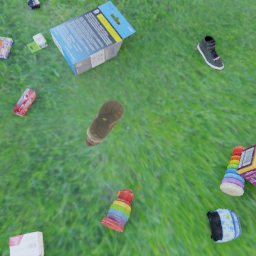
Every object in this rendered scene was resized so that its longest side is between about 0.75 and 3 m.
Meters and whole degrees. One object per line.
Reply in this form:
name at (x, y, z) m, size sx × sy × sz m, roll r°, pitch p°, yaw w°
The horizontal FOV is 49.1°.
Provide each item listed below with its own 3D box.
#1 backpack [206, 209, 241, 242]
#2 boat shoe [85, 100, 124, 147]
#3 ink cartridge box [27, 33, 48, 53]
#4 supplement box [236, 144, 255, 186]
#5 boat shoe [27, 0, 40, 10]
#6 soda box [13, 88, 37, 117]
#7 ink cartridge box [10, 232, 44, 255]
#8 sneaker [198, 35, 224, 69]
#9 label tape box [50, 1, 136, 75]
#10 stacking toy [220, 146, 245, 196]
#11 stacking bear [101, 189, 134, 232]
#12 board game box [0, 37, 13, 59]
backpack at (2.970, 2.961, 8.579) m, size 0.781 × 1.063 × 0.973 m, roll -5°, pitch 67°, yaw -2°
boat shoe at (-0.648, -0.146, 7.295) m, size 0.596 × 0.559 × 1.656 m, roll 37°, pitch 44°, yaw -5°
ink cartridge box at (-3.840, -3.566, 11.773) m, size 0.759 × 0.288 × 0.561 m, roll -31°, pitch 70°, yaw -13°
supplement box at (4.404, 1.364, 9.085) m, size 1.476 × 0.761 × 0.966 m, roll 37°, pitch 54°, yaw -6°
boat shoe at (-4.384, -5.790, 12.663) m, size 0.459 × 0.369 × 0.989 m, roll -27°, pitch 70°, yaw -19°
soda box at (-3.908, -0.972, 10.629) m, size 0.332 × 0.366 × 1.047 m, roll 21°, pitch 68°, yaw 9°
ink cartridge box at (-3.054, 3.871, 8.498) m, size 0.888 × 0.502 × 1.212 m, roll -11°, pitch 67°, yaw -4°
sneaker at (3.401, -3.086, 11.320) m, size 0.534 × 0.749 × 1.510 m, roll -27°, pitch 71°, yaw -13°
label tape box at (-1.405, -3.699, 11.490) m, size 2.837 × 0.898 × 2.046 m, roll -30°, pitch 70°, yaw -12°
stacking toy at (3.688, 1.376, 9.491) m, size 0.735 × 0.735 × 1.722 m, roll 21°, pitch 65°, yaw 9°
stacking bear at (-0.237, 2.565, 8.988) m, size 0.729 × 0.778 × 1.282 m, roll 25°, pitch 62°, yaw 3°
board game box at (-5.280, -3.365, 11.731) m, size 0.622 × 0.207 × 0.924 m, roll 7°, pitch 67°, yaw 3°
